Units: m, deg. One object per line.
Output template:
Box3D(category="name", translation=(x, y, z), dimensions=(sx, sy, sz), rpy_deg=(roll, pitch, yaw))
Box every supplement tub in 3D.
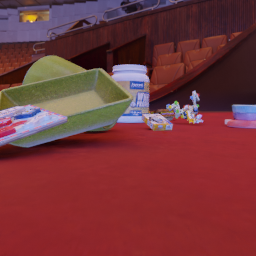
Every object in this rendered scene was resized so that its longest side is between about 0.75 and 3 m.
Box3D(category="supplement tub", translation=(0.075, -1.700, 14.315), dimensions=(2.022, 2.796, 2.022), rpy_deg=(0, 4, 0))

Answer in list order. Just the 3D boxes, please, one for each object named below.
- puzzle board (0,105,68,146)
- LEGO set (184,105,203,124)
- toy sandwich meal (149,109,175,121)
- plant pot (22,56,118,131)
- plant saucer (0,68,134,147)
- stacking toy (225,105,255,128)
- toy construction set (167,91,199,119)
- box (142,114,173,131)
Box3D(category="puzzle board", translation=(-2.277, -0.014, 4.708), dimensions=(2.032, 0.177, 1.532), rpy_deg=(-23, 28, -37))
Box3D(category="LEGO set", translation=(2.897, -0.528, 12.216), dimensions=(0.485, 0.599, 1.303), rpy_deg=(-2, 27, -15))
Box3D(category="toy sandwich meal", translation=(1.843, -0.787, 16.414), dimensions=(1.925, 0.659, 1.925), rpy_deg=(0, 4, 0))
Box3D(category="plant pot", translation=(-1.618, -0.870, 9.183), dimensions=(2.637, 2.468, 2.468), rpy_deg=(20, 13, 25))
Box3D(category="plant saucer", translation=(-1.523, -0.501, 6.439), dimensions=(2.717, 0.652, 2.721), rpy_deg=(-16, 29, -14))
Box3D(category="stacking toy", translation=(5.484, -0.689, 11.415), dimensions=(2.958, 1.249, 2.677), rpy_deg=(0, 5, 1))
Box3D(category="toy construction set", translation=(2.670, -1.001, 13.021), dimensions=(1.595, 1.046, 0.735), rpy_deg=(-29, -30, 5))
Box3D(category="box", translation=(0.994, -0.245, 9.950), dimensions=(0.717, 0.250, 1.205), rpy_deg=(-2, 25, -21))
